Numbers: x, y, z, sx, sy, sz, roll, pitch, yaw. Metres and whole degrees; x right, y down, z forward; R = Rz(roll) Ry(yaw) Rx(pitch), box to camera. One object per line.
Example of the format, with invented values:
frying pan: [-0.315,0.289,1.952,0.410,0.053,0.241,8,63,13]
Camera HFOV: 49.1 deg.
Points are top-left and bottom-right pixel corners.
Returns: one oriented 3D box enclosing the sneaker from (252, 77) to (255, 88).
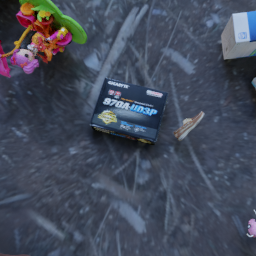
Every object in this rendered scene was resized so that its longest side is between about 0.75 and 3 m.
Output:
sneaker: [3.541,-0.995,7.299,0.671,0.581,1.549,17,62,18]

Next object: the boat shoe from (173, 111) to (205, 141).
boat shoe: [1.464,-0.089,6.773,0.324,0.341,0.902,46,99,11]

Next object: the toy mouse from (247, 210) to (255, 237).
toy mouse: [2.894,2.213,6.058,1.072,0.208,0.953,30,49,-26]

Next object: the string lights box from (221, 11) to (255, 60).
string lights box: [3.819,-2.404,7.057,2.557,1.314,0.754,-6,86,6]

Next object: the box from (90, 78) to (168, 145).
box: [0.044,-0.432,7.142,1.710,0.393,1.359,15,74,6]

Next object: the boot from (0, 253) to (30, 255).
boot: [-2.550,2.679,5.218,2.192,1.823,0.793,-23,43,29]

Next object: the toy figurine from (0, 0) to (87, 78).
toy figurine: [-2.435,-2.049,6.965,2.138,1.605,1.968,31,73,10]
